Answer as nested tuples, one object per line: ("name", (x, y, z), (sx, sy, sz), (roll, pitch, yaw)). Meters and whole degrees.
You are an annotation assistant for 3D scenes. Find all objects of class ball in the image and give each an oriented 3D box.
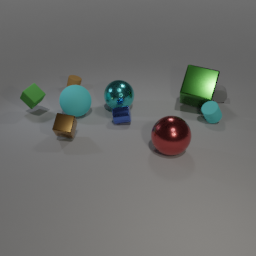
("ball", (-2.319, -1.200, 12.393), (1.400, 1.400, 1.400), (0, 30, 0))
("ball", (-0.407, -1.502, 12.870), (1.400, 1.400, 1.400), (0, 30, 0))
("ball", (1.509, 0.265, 9.822), (1.400, 1.400, 1.400), (0, 30, 0))

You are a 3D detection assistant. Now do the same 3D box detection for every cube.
("cube", (-2.380, -0.078, 10.629), (0.700, 0.700, 0.700), (10, 69, 2))
("cube", (-4.162, -1.392, 12.239), (0.700, 0.700, 0.700), (45, 54, -8))
("cube", (3.204, -1.825, 12.700), (1.400, 1.400, 1.400), (16, -10, 13))

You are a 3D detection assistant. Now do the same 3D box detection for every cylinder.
("cylinder", (-2.881, -2.373, 14.943), (0.700, 0.700, 0.700), (15, 27, -8))
("cylinder", (3.536, -0.664, 11.822), (0.700, 0.700, 0.700), (-19, 49, 23))
("cylinder", (-0.254, -0.559, 11.809), (0.700, 0.700, 0.700), (-8, 29, 7))
("cylinder", (4.530, -1.692, 13.893), (0.700, 0.700, 0.700), (7, 30, 11))
